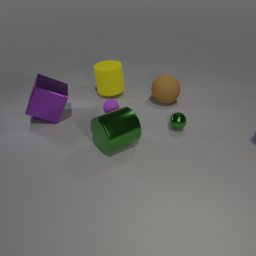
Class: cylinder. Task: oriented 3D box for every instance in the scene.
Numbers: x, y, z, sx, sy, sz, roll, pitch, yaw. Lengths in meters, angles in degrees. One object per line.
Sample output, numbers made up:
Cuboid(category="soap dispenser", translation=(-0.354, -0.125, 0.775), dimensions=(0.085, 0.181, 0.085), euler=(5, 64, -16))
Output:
Cuboid(category="cylinder", translation=(-0.453, 0.071, 10.374), dimensions=(1.400, 1.400, 1.400), euler=(-23, 39, -28))
Cuboid(category="cylinder", translation=(-0.947, -2.534, 14.178), dimensions=(1.400, 1.400, 1.400), euler=(-4, 32, 3))

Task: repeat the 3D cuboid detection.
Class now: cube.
Cuboid(category="cube", translation=(-3.489, -1.275, 12.150), dimensions=(1.400, 1.400, 1.400), euler=(18, 26, -22))

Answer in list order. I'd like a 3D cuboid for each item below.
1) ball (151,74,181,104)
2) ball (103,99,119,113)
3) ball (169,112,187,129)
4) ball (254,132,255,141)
Cuboid(category="ball", translation=(1.829, -1.878, 13.518), dimensions=(1.400, 1.400, 1.400), euler=(0, 32, 0))
Cuboid(category="ball", translation=(-0.716, -0.885, 11.987), dimensions=(0.700, 0.700, 0.700), euler=(0, 32, 0))
Cuboid(category="ball", translation=(2.061, -0.294, 11.520), dimensions=(0.700, 0.700, 0.700), euler=(0, 32, 0))
Cuboid(category="ball", translation=(5.196, 0.328, 10.685), dimensions=(0.700, 0.700, 0.700), euler=(0, 32, 0))
